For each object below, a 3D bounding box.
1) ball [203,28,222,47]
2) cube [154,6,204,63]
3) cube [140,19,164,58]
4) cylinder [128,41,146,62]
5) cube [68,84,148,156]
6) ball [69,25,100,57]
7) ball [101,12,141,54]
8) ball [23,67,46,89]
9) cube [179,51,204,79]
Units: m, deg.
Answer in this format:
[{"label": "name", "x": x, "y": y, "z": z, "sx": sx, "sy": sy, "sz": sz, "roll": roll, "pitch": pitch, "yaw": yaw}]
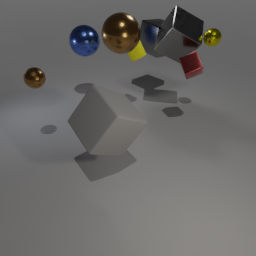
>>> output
[{"label": "ball", "x": 3.313, "y": -3.554, "z": 11.001, "sx": 0.700, "sy": 0.700, "sz": 0.700, "roll": 0, "pitch": 31, "yaw": 0}, {"label": "cube", "x": 2.107, "y": -3.805, "z": 11.558, "sx": 1.400, "sy": 1.400, "sz": 1.400, "roll": 23, "pitch": 59, "yaw": -16}, {"label": "cube", "x": 1.496, "y": -4.450, "z": 13.819, "sx": 1.400, "sy": 1.400, "sz": 1.400, "roll": -23, "pitch": 47, "yaw": -40}, {"label": "cylinder", "x": 0.318, "y": -3.286, "z": 11.905, "sx": 0.700, "sy": 0.700, "sz": 0.700, "roll": -25, "pitch": 16, "yaw": 8}, {"label": "cube", "x": -0.584, "y": -0.173, "z": 8.068, "sx": 1.400, "sy": 1.400, "sz": 1.400, "roll": 10, "pitch": 35, "yaw": -52}, {"label": "ball", "x": -2.007, "y": -4.019, "z": 12.922, "sx": 1.400, "sy": 1.400, "sz": 1.400, "roll": 0, "pitch": 31, "yaw": 0}, {"label": "ball", "x": -0.244, "y": -3.362, "z": 9.976, "sx": 1.400, "sy": 1.400, "sz": 1.400, "roll": 0, "pitch": 31, "yaw": 0}, {"label": "ball", "x": -3.071, "y": -1.644, "z": 9.214, "sx": 0.700, "sy": 0.700, "sz": 0.700, "roll": 0, "pitch": 31, "yaw": 0}, {"label": "cube", "x": 2.436, "y": -2.387, "z": 10.747, "sx": 0.700, "sy": 0.700, "sz": 0.700, "roll": -21, "pitch": -12, "yaw": 13}]
